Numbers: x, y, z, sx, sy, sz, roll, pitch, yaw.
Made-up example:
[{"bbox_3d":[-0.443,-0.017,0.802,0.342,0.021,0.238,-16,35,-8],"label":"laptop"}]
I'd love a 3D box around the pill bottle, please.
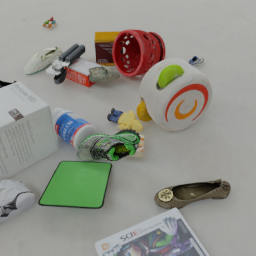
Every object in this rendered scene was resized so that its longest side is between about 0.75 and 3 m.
[{"bbox_3d":[-2.155,-0.037,10.474,1.843,1.034,1.034,31,50,31],"label":"pill bottle"}]

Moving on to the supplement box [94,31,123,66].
[{"bbox_3d":[-0.989,-4.180,14.793,1.468,1.488,0.988,-2,42,-2],"label":"supplement box"}]

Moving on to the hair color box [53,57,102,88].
[{"bbox_3d":[-2.484,-2.912,13.951,2.324,0.712,1.180,26,48,25],"label":"hair color box"}]

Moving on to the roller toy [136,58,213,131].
[{"bbox_3d":[1.751,-1.290,10.816,2.472,2.710,1.894,-1,37,-30],"label":"roller toy"}]

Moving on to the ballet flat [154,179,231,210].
[{"bbox_3d":[1.999,1.948,8.576,2.434,0.564,0.820,-6,42,-6],"label":"ballet flat"}]

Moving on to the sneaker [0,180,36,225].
[{"bbox_3d":[-3.733,2.185,8.264,1.784,0.670,1.025,-23,46,-31],"label":"sneaker"}]

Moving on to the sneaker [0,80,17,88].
[{"bbox_3d":[-5.800,-1.823,12.636,1.989,0.824,0.713,-6,42,-7],"label":"sneaker"}]

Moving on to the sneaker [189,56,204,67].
[{"bbox_3d":[3.652,-3.582,14.864,1.203,0.512,0.463,-32,51,-31],"label":"sneaker"}]

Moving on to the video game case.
[{"bbox_3d":[0.858,3.581,6.913,2.570,0.330,2.827,-18,45,-18],"label":"video game case"}]

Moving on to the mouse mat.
[{"bbox_3d":[-1.548,1.697,8.797,1.874,0.088,2.329,2,25,4],"label":"mouse mat"}]

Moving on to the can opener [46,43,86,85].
[{"bbox_3d":[-2.986,-3.207,13.633,0.727,0.918,2.761,17,50,16],"label":"can opener"}]

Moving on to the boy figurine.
[{"bbox_3d":[-0.040,-0.324,11.142,1.536,0.495,0.955,22,69,20],"label":"boy figurine"}]

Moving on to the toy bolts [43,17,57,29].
[{"bbox_3d":[-5.200,-6.932,18.797,0.832,0.604,0.871,-14,32,53],"label":"toy bolts"}]

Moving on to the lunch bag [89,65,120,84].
[{"bbox_3d":[-1.057,-2.468,12.871,1.178,0.693,0.966,-4,-3,33],"label":"lunch bag"}]

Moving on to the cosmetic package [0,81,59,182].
[{"bbox_3d":[-4.094,0.099,9.495,2.547,2.101,2.099,-32,51,-31],"label":"cosmetic package"}]

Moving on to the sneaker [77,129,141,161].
[{"bbox_3d":[-0.732,0.672,9.339,2.269,0.885,0.966,-16,27,19],"label":"sneaker"}]

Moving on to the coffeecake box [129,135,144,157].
[{"bbox_3d":[0.241,0.645,10.241,0.655,0.312,0.853,3,42,3],"label":"coffeecake box"}]

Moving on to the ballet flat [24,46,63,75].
[{"bbox_3d":[-4.489,-3.678,14.753,0.903,0.903,2.518,28,49,28],"label":"ballet flat"}]

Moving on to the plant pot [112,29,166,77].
[{"bbox_3d":[0.629,-3.667,13.701,1.965,2.157,2.157,-14,41,-40],"label":"plant pot"}]
